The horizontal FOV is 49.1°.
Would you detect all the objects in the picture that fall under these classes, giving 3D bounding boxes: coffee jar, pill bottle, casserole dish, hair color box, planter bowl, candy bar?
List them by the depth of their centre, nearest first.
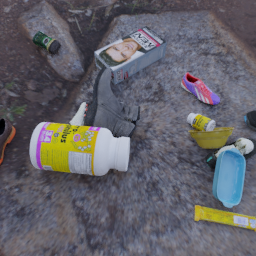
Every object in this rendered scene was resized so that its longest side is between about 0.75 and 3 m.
[{"bbox_3d":[2.949,2.718,8.427,1.883,0.209,0.470,9,61,6],"label":"candy bar"},{"bbox_3d":[3.116,1.527,8.728,1.107,0.355,1.828,20,74,-26],"label":"casserole dish"},{"bbox_3d":[-1.454,0.693,8.971,2.950,1.538,1.538,5,57,3],"label":"pill bottle"},{"bbox_3d":[2.847,0.352,9.550,1.521,1.521,0.634,-6,91,-4],"label":"planter bowl"},{"bbox_3d":[2.618,-0.193,10.095,0.925,0.520,0.520,29,60,36],"label":"pill bottle"},{"bbox_3d":[0.133,-3.149,11.938,2.805,0.850,1.389,-33,63,-19],"label":"hair color box"},{"bbox_3d":[-3.597,-3.780,12.460,1.222,0.521,0.637,32,83,18],"label":"coffee jar"}]

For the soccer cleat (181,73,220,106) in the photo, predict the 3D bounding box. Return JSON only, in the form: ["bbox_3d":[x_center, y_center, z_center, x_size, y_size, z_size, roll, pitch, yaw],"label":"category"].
[{"bbox_3d":[2.854,-1.516,10.978,1.754,0.642,0.598,39,65,23],"label":"soccer cleat"}]

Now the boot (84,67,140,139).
[{"bbox_3d":[-0.424,-0.876,10.332,1.867,0.990,2.837,10,67,1],"label":"boot"}]

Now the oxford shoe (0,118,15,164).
[{"bbox_3d":[-4.602,0.623,9.473,0.765,0.779,2.149,8,57,5],"label":"oxford shoe"}]

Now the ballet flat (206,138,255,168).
[{"bbox_3d":[3.622,0.775,9.408,2.122,0.726,0.722,-22,60,-14],"label":"ballet flat"}]

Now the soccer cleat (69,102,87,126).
[{"bbox_3d":[-1.825,-0.309,10.266,0.603,0.538,1.554,4,59,4],"label":"soccer cleat"}]

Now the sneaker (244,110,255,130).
[{"bbox_3d":[5.520,-0.424,10.015,2.555,1.046,0.935,2,57,2],"label":"sneaker"}]
